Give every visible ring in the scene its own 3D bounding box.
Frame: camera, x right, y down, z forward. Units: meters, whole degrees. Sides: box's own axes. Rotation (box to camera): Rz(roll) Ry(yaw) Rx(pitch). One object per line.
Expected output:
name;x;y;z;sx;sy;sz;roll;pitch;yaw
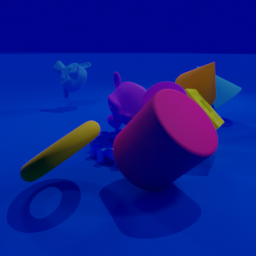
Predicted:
ring;-1.143;0.387;4.824;1.558;0.312;1.558;-35;4;3

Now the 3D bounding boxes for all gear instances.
gear;0.001;0.434;6.790;1.824;0.337;1.824;0;16;0

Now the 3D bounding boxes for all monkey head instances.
monkey head;-2.397;-2.185;11.631;1.314;1.827;1.101;37;2;23
monkey head;0.008;-0.579;7.809;1.141;1.894;1.362;-46;2;-31

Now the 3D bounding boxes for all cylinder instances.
cylinder;0.610;0.232;4.862;1.319;1.319;1.319;22;44;-23

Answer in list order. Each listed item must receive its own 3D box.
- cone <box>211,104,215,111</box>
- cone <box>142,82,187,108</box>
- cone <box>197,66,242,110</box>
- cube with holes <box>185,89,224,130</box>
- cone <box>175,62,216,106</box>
cone;1.742;-0.327;8.807;1.396;1.396;1.401;-11;-7;-32
cone;0.733;-0.602;5.922;0.921;0.921;0.924;0;19;0
cone;2.853;-1.541;9.785;1.521;1.527;1.521;-36;2;1
cube with holes;1.406;-0.156;6.510;1.063;1.063;1.063;52;23;10
cone;1.941;-1.291;7.141;1.201;1.201;1.206;-4;-25;-12
